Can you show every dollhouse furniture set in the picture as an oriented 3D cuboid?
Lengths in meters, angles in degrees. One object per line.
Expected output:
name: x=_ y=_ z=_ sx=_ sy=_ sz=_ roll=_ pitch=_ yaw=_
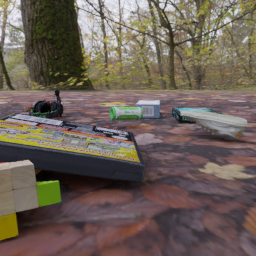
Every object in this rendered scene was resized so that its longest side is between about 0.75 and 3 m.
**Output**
dollhouse furniture set: x=-4.895 y=-1.073 z=15.263 sx=1.298 sy=0.528 sz=0.699 roll=-26 pitch=22 yaw=-28

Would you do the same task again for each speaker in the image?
speaker: x=-0.054 y=-0.526 z=10.023 sx=1.137 sy=0.503 sz=0.503 roll=-1 pitch=9 yaw=-23

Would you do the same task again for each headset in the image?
headset: x=-3.649 y=-1.044 z=12.998 sx=1.404 sy=1.068 sz=2.273 roll=3 pitch=21 yaw=11

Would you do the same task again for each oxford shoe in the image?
oxford shoe: x=2.394 y=-0.145 z=8.139 sx=2.057 sy=0.594 sz=0.773 roll=18 pitch=21 yaw=42

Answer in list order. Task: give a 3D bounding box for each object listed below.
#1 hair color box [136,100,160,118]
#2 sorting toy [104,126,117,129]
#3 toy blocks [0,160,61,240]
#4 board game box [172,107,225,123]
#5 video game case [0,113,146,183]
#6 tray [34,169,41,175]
hair color box: x=0.995 y=-0.942 z=13.574 sx=1.091 sy=0.668 sz=2.204 roll=1 pitch=11 yaw=6
sorting toy: x=-0.604 y=0.081 z=8.883 sx=1.407 sy=0.238 sz=0.678 roll=1 pitch=10 yaw=10
toy blocks: x=-1.947 y=0.759 z=3.413 sx=1.959 sy=0.979 sz=1.339 roll=-7 pitch=0 yaw=-24
board game box: x=3.012 y=-0.592 z=12.362 sx=1.867 sy=0.389 sz=2.761 roll=0 pitch=10 yaw=3
video game case: x=-1.201 y=0.259 z=5.319 sx=2.810 sy=0.358 sz=2.539 roll=9 pitch=10 yaw=-5
tray: x=-2.926 y=0.626 z=5.057 sx=2.524 sy=0.467 sz=1.245 roll=0 pitch=9 yaw=7
